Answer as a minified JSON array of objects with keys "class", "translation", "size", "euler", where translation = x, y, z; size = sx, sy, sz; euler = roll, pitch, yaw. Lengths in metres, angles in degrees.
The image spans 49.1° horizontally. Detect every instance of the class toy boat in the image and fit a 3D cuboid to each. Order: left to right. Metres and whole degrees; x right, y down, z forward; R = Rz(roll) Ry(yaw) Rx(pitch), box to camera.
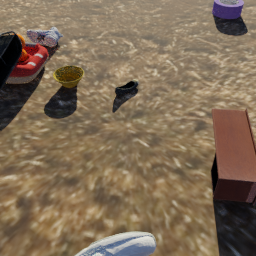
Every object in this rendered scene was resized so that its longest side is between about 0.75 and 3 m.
[{"class":"toy boat","translation":[-3.272,-2.208,8.422],"size":[1.247,1.249,1.911],"euler":[7,44,8]}]

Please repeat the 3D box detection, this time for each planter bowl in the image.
[{"class":"planter bowl","translation":[-1.730,-1.452,8.277],"size":[0.897,0.374,0.897],"euler":[0,43,0]}]

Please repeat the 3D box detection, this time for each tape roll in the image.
[{"class":"tape roll","translation":[4.281,-5.186,12.042],"size":[1.227,0.521,1.227],"euler":[0,43,0]}]

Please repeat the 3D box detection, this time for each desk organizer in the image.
[{"class":"desk organizer","translation":[2.212,0.501,5.999],"size":[0.805,0.750,2.092],"euler":[4,44,8]}]

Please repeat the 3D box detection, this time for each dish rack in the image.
[{"class":"dish rack","translation":[-2.907,-1.536,4.174],"size":[0.753,2.759,2.117],"euler":[4,57,16]}]

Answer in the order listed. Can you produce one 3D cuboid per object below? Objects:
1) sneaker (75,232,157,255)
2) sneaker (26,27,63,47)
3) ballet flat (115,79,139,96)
[{"class":"sneaker","translation":[-0.641,2.352,4.105],"size":[2.511,0.883,1.006],"euler":[-21,59,-14]},{"class":"sneaker","translation":[-3.012,-3.379,10.224],"size":[1.256,0.472,0.722],"euler":[19,47,12]},{"class":"ballet flat","translation":[-0.008,-1.203,8.102],"size":[0.898,0.255,0.298],"euler":[-35,54,-30]}]
